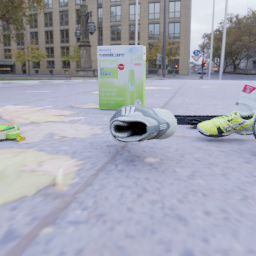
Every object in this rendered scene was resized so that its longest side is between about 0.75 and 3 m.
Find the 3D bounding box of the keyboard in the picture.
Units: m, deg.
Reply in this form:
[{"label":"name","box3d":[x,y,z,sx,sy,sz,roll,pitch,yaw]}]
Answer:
[{"label":"keyboard","box3d":[2.668,-0.267,8.879,2.881,0.297,1.830,0,11,4]}]

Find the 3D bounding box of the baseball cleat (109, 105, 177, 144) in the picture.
[{"label":"baseball cleat","box3d":[-0.043,-0.092,5.557,1.142,0.748,2.145,-8,2,-33]}]

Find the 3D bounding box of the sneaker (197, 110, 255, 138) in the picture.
[{"label":"sneaker","box3d":[2.393,-0.146,6.703,1.477,0.564,0.557,-7,38,2]}]

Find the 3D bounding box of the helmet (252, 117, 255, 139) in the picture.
[{"label":"helmet","box3d":[2.887,-0.002,5.599,0.790,0.790,0.754,-9,40,-37]}]

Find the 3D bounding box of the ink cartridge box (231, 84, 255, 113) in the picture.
[{"label":"ink cartridge box","box3d":[3.364,-0.581,7.623,0.422,1.012,0.735,13,14,-45]}]

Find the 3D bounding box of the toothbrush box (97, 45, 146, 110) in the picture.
[{"label":"toothbrush box","box3d":[-0.237,-2.138,11.980,1.923,2.641,1.137,2,13,8]}]

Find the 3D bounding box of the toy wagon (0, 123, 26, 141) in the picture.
[{"label":"toy wagon","box3d":[-3.273,0.105,7.064,1.525,0.302,1.183,4,13,18]}]
